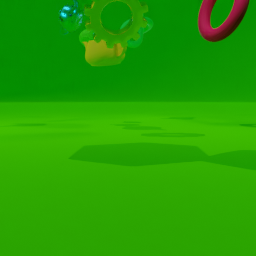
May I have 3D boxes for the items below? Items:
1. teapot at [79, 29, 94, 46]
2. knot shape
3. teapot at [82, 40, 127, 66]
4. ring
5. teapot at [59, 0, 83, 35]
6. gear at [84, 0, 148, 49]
[{"bbox_3d":[-1.260,-3.036,9.317,0.660,0.520,1.061,24,-30,-13],"label":"teapot"},{"bbox_3d":[0.414,-4.093,11.356,0.762,1.650,1.544,29,21,20],"label":"knot shape"},{"bbox_3d":[-0.667,-2.109,7.506,1.708,0.836,1.062,11,23,42],"label":"teapot"},{"bbox_3d":[2.579,-3.280,7.706,0.361,1.803,1.803,8,2,-24],"label":"ring"},{"bbox_3d":[-1.698,-3.281,8.162,0.618,1.263,0.785,28,29,-2],"label":"teapot"},{"bbox_3d":[-0.249,-2.328,5.831,1.313,1.313,0.243,-1,41,-13],"label":"gear"}]
